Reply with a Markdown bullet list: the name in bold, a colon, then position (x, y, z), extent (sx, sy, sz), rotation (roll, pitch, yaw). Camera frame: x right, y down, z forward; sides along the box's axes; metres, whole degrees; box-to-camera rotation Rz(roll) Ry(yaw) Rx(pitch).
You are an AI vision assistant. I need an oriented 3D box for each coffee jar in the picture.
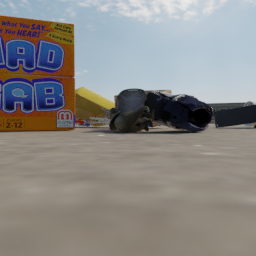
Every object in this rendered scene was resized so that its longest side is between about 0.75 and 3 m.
- **coffee jar**: position (0.163, -0.474, 7.972), extent (0.894, 1.093, 2.096), rotation (-2, 0, 2)

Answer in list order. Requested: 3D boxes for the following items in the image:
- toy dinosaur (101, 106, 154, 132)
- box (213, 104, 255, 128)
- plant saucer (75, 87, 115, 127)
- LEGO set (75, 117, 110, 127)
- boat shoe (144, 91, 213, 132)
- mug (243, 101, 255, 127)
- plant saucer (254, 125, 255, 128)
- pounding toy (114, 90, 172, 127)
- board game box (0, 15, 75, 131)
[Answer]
- **toy dinosaur**: position (0.049, -0.137, 6.202), extent (0.927, 0.698, 1.813), rotation (-12, 10, -14)
- **box**: position (4.635, -0.483, 11.521), extent (1.858, 0.733, 1.311), rotation (-10, -1, 31)
- **plant saucer**: position (-1.849, -1.017, 13.197), extent (2.888, 0.700, 2.888), rotation (25, -22, -34)
- **LEGO set**: position (-1.643, -0.143, 12.921), extent (2.614, 0.642, 1.953), rotation (5, -6, 29)
- **boat shoe**: position (1.603, -0.283, 6.930), extent (1.253, 1.009, 2.702), rotation (21, 14, 37)
- **mug**: position (6.110, -0.533, 12.525), extent (1.386, 1.167, 1.581), rotation (4, 18, -7)
- **plant saucer**: position (5.824, -0.109, 11.253), extent (1.420, 0.245, 1.420), rotation (1, 2, 0)
- **pounding toy**: position (0.894, -0.643, 10.969), extent (2.062, 1.593, 2.240), rotation (1, 13, 22)
- **board game box**: position (-3.201, -1.374, 8.245), extent (2.850, 2.848, 2.848), rotation (0, 2, -20)
